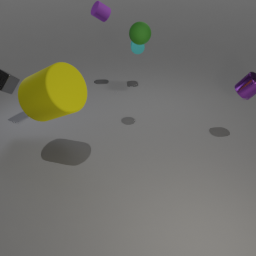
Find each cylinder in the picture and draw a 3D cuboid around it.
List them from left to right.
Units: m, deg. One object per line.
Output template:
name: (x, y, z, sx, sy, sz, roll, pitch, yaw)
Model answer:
cylinder: (-2.121, -0.981, 7.922, 1.400, 1.400, 1.400, -12, 19, 38)
cylinder: (-1.265, -5.430, 13.056, 0.700, 0.700, 0.700, 19, 17, -36)
cylinder: (0.490, -4.224, 14.382, 0.700, 0.700, 0.700, 0, 31, 0)
cylinder: (4.153, -1.438, 9.571, 0.700, 0.700, 0.700, 19, 49, -23)

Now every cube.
cube: (-4.893, -1.850, 11.081, 0.700, 0.700, 0.700, 30, 2, 13)

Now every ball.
ball: (0.382, -2.979, 8.816, 0.700, 0.700, 0.700, 0, 31, 0)
